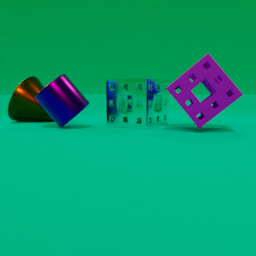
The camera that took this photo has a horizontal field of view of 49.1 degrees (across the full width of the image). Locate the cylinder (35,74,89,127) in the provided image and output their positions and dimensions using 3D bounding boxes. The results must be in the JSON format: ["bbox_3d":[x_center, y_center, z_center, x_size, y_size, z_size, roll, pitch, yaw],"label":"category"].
[{"bbox_3d":[-1.823,-0.759,7.817,1.084,1.084,1.084,-38,11,9],"label":"cylinder"}]

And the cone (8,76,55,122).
[{"bbox_3d":[-2.756,-0.607,9.363,1.673,1.667,1.667,28,11,6],"label":"cone"}]

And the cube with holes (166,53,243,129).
[{"bbox_3d":[1.924,-0.931,7.318,1.282,1.282,1.282,-40,-3,11],"label":"cube with holes"}]

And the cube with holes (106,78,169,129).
[{"bbox_3d":[0.299,-0.748,8.294,1.350,1.350,1.350,5,9,34],"label":"cube with holes"}]
